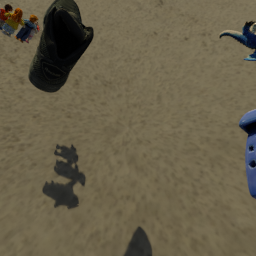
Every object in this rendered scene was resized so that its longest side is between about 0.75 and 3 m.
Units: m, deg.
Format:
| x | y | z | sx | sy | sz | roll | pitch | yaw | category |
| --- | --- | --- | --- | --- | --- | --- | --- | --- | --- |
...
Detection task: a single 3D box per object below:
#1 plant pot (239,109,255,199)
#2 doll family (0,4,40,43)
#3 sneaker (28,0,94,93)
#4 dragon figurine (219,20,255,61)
| x | y | z | sx | sy | sz | roll | pitch | yaw | category |
| --- | --- | --- | --- | --- | --- | --- | --- | --- | --- |
| 2.298 | 0.288 | 3.718 | 1.314 | 1.313 | 1.181 | -24 | 60 | 34 | plant pot |
| -2.934 | -2.845 | 7.762 | 0.843 | 1.358 | 0.612 | -50 | 58 | 16 | doll family |
| -1.264 | -2.140 | 5.943 | 1.013 | 1.518 | 2.649 | 27 | 50 | -26 | sneaker |
| 3.230 | -1.927 | 6.679 | 2.494 | 1.240 | 0.734 | 5 | 14 | 42 | dragon figurine |
